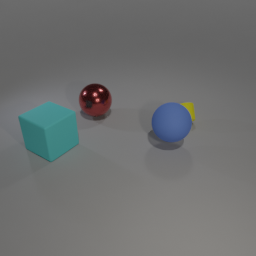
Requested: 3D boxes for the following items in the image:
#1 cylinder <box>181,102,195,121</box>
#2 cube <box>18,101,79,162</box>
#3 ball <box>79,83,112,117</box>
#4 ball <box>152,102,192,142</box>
[{"bbox_3d":[2.375,-0.629,11.504,0.700,0.700,0.700,-5,-8,-1],"label":"cylinder"},{"bbox_3d":[-2.778,0.084,9.980,1.400,1.400,1.400,21,38,29],"label":"cube"},{"bbox_3d":[-1.375,-1.180,11.824,1.400,1.400,1.400,0,33,0],"label":"ball"},{"bbox_3d":[1.529,-0.198,9.833,1.400,1.400,1.400,0,33,0],"label":"ball"}]
